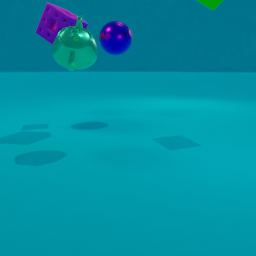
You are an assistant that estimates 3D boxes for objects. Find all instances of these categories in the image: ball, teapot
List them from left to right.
[{"bbox_3d":[-1.198,-1.922,6.413,1.051,0.828,1.691,6,55,-7],"label":"teapot"},{"bbox_3d":[-0.424,-3.105,9.704,1.152,1.152,1.152,0,13,0],"label":"ball"}]

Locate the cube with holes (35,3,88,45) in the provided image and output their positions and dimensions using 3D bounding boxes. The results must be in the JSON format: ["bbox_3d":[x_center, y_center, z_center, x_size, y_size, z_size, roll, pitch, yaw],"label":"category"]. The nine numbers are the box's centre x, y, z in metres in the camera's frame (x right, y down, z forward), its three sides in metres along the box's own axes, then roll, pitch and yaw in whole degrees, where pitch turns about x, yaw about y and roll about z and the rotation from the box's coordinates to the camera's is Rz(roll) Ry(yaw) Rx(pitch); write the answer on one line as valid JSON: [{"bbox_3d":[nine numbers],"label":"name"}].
[{"bbox_3d":[-1.933,-2.935,8.239,0.909,0.909,0.909,36,21,16],"label":"cube with holes"}]

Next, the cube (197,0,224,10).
[{"bbox_3d":[2.410,-4.135,8.033,0.861,0.861,0.861,20,-32,-22],"label":"cube"}]
